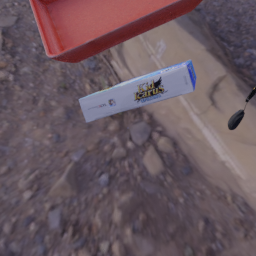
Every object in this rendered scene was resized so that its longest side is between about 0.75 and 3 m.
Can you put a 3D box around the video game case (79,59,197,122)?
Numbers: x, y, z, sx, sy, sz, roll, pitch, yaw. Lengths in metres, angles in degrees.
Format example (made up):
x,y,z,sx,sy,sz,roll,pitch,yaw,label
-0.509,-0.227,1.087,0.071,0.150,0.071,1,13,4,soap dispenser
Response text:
x,y,z,sx,sy,sz,roll,pitch,yaw,label
0.209,-0.505,3.484,1.216,1.342,0.305,-16,100,18,video game case

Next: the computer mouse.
x,y,z,sx,sy,sz,roll,pitch,yaw,label
2.349,-0.424,5.778,0.180,0.310,1.059,31,84,3,computer mouse

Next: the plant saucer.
x,y,z,sx,sy,sz,roll,pitch,yaw,label
-0.262,-1.914,4.154,2.246,0.413,2.250,-25,50,-3,plant saucer
